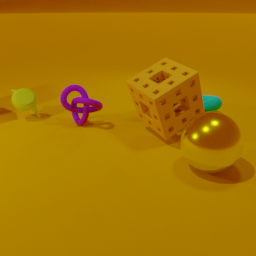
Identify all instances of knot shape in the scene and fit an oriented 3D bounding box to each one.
[{"bbox_3d":[-1.437,-0.613,8.425,1.244,1.164,0.575,24,39,0],"label":"knot shape"}]

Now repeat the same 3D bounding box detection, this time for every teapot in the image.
[{"bbox_3d":[-3.271,-0.826,8.967,1.238,0.606,0.770,39,60,3],"label":"teapot"}]

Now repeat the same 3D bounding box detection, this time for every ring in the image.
[{"bbox_3d":[2.056,-0.768,9.188,1.967,0.393,1.967,-6,12,1],"label":"ring"}]

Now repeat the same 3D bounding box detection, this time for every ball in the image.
[{"bbox_3d":[1.827,0.311,6.151,1.341,1.341,1.341,0,25,0],"label":"ball"}]

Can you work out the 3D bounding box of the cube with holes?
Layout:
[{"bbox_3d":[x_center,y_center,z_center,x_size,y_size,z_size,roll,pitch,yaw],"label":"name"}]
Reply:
[{"bbox_3d":[1.021,-0.821,7.562,1.355,1.355,1.355,-33,40,-13],"label":"cube with holes"}]
